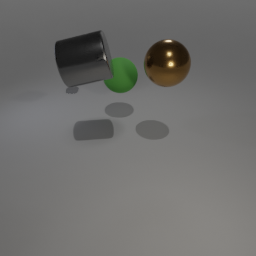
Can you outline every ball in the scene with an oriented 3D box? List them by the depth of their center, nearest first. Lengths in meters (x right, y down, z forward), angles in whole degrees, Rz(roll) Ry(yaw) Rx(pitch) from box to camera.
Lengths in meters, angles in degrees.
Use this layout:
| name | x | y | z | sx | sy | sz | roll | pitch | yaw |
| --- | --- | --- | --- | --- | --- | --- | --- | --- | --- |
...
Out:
| name | x | y | z | sx | sy | sz | roll | pitch | yaw |
| --- | --- | --- | --- | --- | --- | --- | --- | --- | --- |
| ball | 1.172 | -1.927 | 8.386 | 1.400 | 1.400 | 1.400 | 0 | 31 | 0 |
| ball | -0.309 | -2.092 | 11.147 | 1.400 | 1.400 | 1.400 | 0 | 31 | 0 |

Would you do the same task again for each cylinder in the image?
| name | x | y | z | sx | sy | sz | roll | pitch | yaw |
| --- | --- | --- | --- | --- | --- | --- | --- | --- | --- |
| cylinder | -1.253 | -2.013 | 8.263 | 1.400 | 1.400 | 1.400 | -12 | 31 | 5 |
